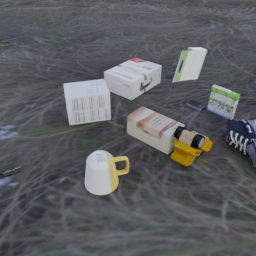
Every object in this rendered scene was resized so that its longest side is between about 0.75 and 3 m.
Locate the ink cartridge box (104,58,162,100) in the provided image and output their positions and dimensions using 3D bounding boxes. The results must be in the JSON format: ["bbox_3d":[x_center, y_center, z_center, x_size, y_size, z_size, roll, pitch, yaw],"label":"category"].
[{"bbox_3d":[0.249,-2.475,13.798,1.770,0.999,2.412,26,43,31],"label":"ink cartridge box"}]

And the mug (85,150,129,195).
[{"bbox_3d":[-0.746,1.215,8.610,1.060,1.087,1.324,24,42,31],"label":"mug"}]

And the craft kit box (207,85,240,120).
[{"bbox_3d":[3.970,-1.075,11.732,0.285,1.160,1.174,-29,46,-34],"label":"craft kit box"}]

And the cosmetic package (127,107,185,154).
[{"bbox_3d":[0.996,0.042,10.434,1.955,0.853,1.011,26,43,31],"label":"cosmetic package"}]

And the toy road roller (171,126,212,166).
[{"bbox_3d":[2.102,0.678,9.673,0.984,1.169,1.601,27,7,32],"label":"toy road roller"}]

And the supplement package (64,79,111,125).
[{"bbox_3d":[-1.691,-1.091,11.619,1.723,1.298,1.308,-8,37,-12],"label":"supplement package"}]

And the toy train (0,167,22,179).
[{"bbox_3d":[-3.879,1.461,9.087,0.862,0.147,0.198,-19,28,-23],"label":"toy train"}]

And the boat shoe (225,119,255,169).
[{"bbox_3d":[4.056,0.567,9.708,1.295,1.043,2.793,4,27,15],"label":"boat shoe"}]

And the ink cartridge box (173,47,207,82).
[{"bbox_3d":[2.520,-2.704,11.917,1.886,1.372,0.452,-13,38,-41],"label":"ink cartridge box"}]

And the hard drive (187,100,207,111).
[{"bbox_3d":[3.056,-1.002,12.482,0.752,0.159,0.507,29,45,34],"label":"hard drive"}]
